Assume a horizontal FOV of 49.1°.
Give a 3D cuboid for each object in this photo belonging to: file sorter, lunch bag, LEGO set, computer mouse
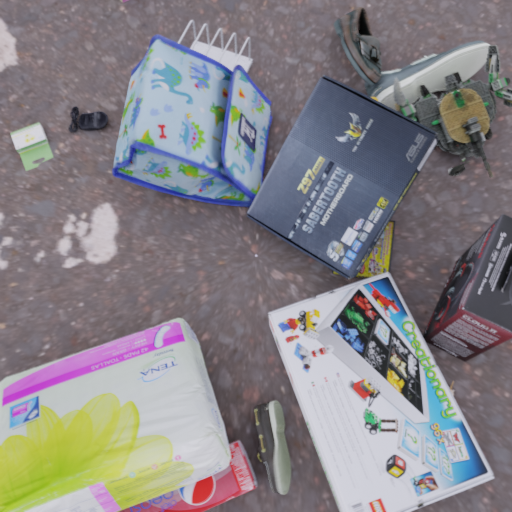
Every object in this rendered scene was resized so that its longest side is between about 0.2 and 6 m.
[{"bbox_3d":[-0.989,-4.663,13.037,1.534,0.955,1.065,20,70,8],"label":"file sorter"},{"bbox_3d":[-1.126,-2.619,11.719,3.104,1.978,2.639,17,69,-28],"label":"lunch bag"},{"bbox_3d":[4.982,-2.761,12.346,4.508,1.277,2.927,38,84,-2],"label":"LEGO set"},{"bbox_3d":[-3.791,-3.087,12.807,0.925,0.244,0.640,2,78,9],"label":"computer mouse"}]

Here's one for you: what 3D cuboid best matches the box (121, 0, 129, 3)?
[{"bbox_3d":[-3.398,-6.953,13.951,0.419,0.866,0.762,-29,71,-10],"label":"box"}]

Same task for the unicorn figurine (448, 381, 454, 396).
[{"bbox_3d":[3.574,2.946,10.492,0.677,0.364,0.986,-25,85,-19],"label":"unicorn figurine"}]

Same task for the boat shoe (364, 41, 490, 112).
[{"bbox_3d":[3.880,-4.257,12.774,2.965,1.080,0.916,-26,61,0],"label":"boat shoe"}]

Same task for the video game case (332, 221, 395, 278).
[{"bbox_3d":[2.238,-0.175,11.636,1.163,0.164,1.286,7,74,10],"label":"video game case"}]

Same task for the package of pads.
[{"bbox_3d":[-2.460,2.845,9.489,3.627,1.237,2.802,-20,42,-6],"label":"package of pads"}]

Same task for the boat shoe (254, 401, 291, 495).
[{"bbox_3d":[0.271,3.472,10.135,0.484,0.573,1.607,-17,61,21],"label":"boat shoe"}]

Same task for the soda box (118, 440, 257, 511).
[{"bbox_3d":[-1.372,4.115,9.679,2.724,0.954,0.864,-20,72,-7],"label":"soda box"}]

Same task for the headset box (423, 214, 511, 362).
[{"bbox_3d":[4.149,0.624,10.106,0.993,2.648,1.968,27,72,9],"label":"headset box"}]

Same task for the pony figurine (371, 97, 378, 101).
[{"bbox_3d":[2.255,-2.695,12.093,1.295,1.555,1.501,-39,63,-23],"label":"pony figurine"}]

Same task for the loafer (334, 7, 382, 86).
[{"bbox_3d":[2.400,-4.839,12.668,0.765,0.874,2.433,-37,46,28],"label":"loafer"}]

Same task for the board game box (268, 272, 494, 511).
[{"bbox_3d":[2.069,2.480,10.146,2.547,0.698,4.035,-18,62,-6],"label":"board game box"}]

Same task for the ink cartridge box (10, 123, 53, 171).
[{"bbox_3d":[-5.029,-2.458,12.592,0.696,0.229,0.957,-23,69,-9],"label":"ink cartridge box"}]

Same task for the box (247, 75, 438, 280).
[{"bbox_3d":[1.639,-1.526,11.052,2.522,0.816,3.199,33,102,17],"label":"box"}]
